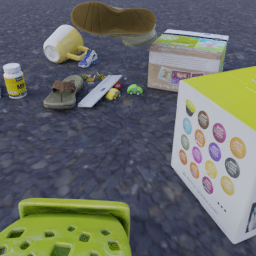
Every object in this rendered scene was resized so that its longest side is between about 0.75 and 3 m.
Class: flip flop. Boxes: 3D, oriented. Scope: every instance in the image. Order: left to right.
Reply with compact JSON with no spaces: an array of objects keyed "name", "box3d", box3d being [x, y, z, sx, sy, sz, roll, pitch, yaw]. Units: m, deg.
[{"name":"flip flop","box3d":[-2.296,-1.452,10.208,1.120,0.795,2.762,4,33,7]}]

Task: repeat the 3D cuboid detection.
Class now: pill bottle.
[{"name":"pill bottle","box3d":[-4.159,-1.730,10.293,0.667,1.168,0.667,0,33,0]}]

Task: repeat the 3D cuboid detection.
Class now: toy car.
[{"name":"toy car","box3d":[-0.121,-1.516,10.733,1.391,0.330,1.478,1,34,2]}]

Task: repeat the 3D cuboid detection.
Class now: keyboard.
[{"name":"keyboard","box3d":[-0.995,-1.416,10.433,0.649,0.123,2.307,8,41,28]}]

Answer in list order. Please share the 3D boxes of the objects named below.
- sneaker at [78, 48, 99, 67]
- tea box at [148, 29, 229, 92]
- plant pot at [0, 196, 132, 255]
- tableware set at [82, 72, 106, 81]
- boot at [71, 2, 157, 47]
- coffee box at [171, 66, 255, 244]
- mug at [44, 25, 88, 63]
[{"name":"sneaker","box3d":[-1.876,-3.343,13.188,0.495,0.707,1.224,19,37,28]},{"name":"tea box","box3d":[2.419,-2.653,11.162,2.612,1.746,2.570,12,36,18]},{"name":"plant pot","box3d":[-0.833,2.074,3.896,1.906,1.915,1.738,2,28,1]},{"name":"tableware set","box3d":[-1.468,-2.172,11.899,1.040,0.160,0.701,6,34,8]},{"name":"boot","box3d":[-0.358,-3.363,9.361,2.670,0.962,2.065,8,6,8]},{"name":"coffee box","box3d":[2.663,0.314,5.963,2.495,2.468,2.492,-13,35,-19]},{"name":"mug","box3d":[-3.050,-3.929,13.383,1.935,1.550,1.589,-2,37,31]}]
